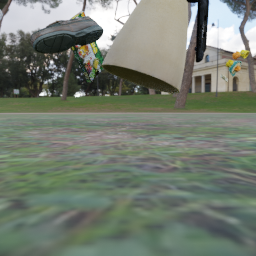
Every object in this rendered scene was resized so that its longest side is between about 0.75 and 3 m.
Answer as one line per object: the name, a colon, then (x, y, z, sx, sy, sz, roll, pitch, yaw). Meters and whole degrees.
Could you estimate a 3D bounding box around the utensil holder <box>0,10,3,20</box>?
utensil holder: (-4.050, -3.061, 7.911, 0.713, 0.839, 0.713, 20, -16, 6)

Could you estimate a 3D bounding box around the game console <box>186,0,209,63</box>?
game console: (1.435, -2.459, 5.585, 0.303, 2.511, 1.481, 10, 47, 21)

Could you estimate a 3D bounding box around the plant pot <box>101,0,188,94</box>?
plant pot: (0.892, -2.988, 9.368, 2.755, 2.941, 2.755, 19, 1, -1)

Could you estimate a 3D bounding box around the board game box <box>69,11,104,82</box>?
board game box: (-1.865, -3.534, 12.328, 0.315, 2.685, 1.407, 5, 46, 31)

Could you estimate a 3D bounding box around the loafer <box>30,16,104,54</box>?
loafer: (-2.162, -3.301, 9.698, 2.897, 0.911, 1.041, -27, -12, -41)

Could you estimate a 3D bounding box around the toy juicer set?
toy juicer set: (3.231, -1.835, 8.589, 0.741, 1.164, 0.317, -16, 49, -42)
